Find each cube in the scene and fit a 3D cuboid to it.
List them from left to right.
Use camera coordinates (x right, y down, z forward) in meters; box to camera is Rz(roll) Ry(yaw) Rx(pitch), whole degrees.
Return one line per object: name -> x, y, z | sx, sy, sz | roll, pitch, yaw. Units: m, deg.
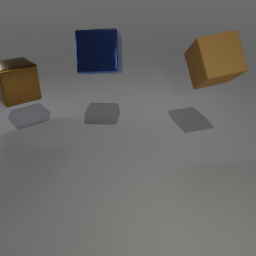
cube -> -4.340, -1.802, 10.778 | 1.400, 1.400, 1.400 | -21, 35, -33
cube -> -0.973, -2.631, 9.852 | 1.400, 1.400, 1.400 | -1, 10, 5
cube -> 2.915, -2.261, 9.482 | 1.400, 1.400, 1.400 | -13, -4, -7
